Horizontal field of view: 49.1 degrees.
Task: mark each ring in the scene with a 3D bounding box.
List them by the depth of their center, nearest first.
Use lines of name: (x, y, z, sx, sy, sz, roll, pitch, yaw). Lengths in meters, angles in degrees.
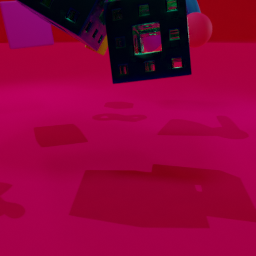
ring: (1.909, -3.696, 8.688, 0.323, 1.617, 1.617, -22, 16, 11)

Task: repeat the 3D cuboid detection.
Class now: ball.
ball: (1.878, -2.733, 7.845, 0.928, 0.928, 0.928, 0, 19, 0)

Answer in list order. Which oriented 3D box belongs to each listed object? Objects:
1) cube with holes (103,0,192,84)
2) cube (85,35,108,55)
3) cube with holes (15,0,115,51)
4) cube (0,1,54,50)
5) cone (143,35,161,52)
cube with holes: (0.421, -1.539, 5.085, 1.303, 1.303, 1.303, -5, 9, 12)
cube: (-1.112, -3.363, 10.785, 0.765, 0.765, 0.765, 23, 24, -9)
cube with holes: (-0.944, -2.437, 4.962, 1.388, 1.388, 1.388, 31, 8, 2)
cube: (-2.783, -2.820, 7.741, 1.146, 1.146, 1.146, -12, 19, -18)
cone: (0.295, -3.263, 8.038, 1.588, 1.582, 1.582, 20, 10, -23)
